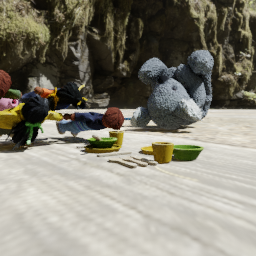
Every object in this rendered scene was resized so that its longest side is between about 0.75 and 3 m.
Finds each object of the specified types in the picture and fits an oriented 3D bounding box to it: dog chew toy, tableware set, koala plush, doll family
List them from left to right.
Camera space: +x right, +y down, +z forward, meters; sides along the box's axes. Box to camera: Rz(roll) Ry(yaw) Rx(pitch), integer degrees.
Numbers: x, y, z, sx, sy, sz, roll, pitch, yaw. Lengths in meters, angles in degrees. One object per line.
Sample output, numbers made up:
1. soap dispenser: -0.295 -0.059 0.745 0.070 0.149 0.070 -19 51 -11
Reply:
1. dog chew toy: -4.095 -0.842 8.404 1.864 1.161 1.161 7 7 26
2. doll family: -1.327 -0.278 4.695 2.873 1.127 1.660 -7 -5 -44
3. tableware set: 0.105 0.214 3.909 1.204 0.274 1.787 -2 5 -30
4. koala plush: 1.285 -0.729 7.804 2.171 2.250 2.448 -5 23 25

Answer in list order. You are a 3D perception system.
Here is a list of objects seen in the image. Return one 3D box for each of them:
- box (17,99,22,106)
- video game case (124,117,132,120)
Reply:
1. box: -2.994 -0.711 8.890 0.836 0.478 0.918 -28 -8 10
2. video game case: 0.335 -0.446 12.997 0.939 0.117 1.312 2 5 13
